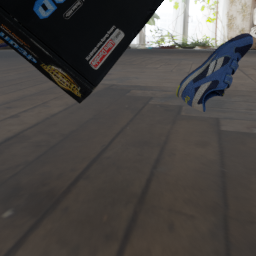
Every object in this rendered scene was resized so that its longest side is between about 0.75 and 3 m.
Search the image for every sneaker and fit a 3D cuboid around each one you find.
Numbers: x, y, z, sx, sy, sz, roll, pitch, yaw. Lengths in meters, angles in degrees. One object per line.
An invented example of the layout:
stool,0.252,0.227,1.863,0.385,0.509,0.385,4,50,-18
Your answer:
sneaker,1.319,-0.765,3.999,0.536,1.302,0.481,51,12,24

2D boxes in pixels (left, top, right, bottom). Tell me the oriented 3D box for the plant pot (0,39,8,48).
plant pot,-3.228,-2.793,6.985,1.445,1.445,1.299,-17,36,-11

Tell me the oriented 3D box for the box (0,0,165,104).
box,-0.623,-2.060,3.653,2.774,2.205,0.638,-56,15,-23
